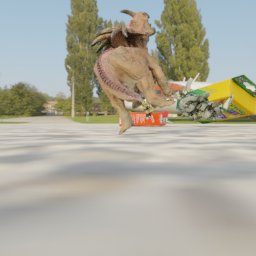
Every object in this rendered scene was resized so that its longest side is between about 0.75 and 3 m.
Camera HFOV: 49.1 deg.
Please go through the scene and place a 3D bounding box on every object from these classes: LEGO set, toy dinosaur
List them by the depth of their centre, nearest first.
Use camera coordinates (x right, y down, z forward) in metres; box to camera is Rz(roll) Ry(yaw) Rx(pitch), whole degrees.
[{"bbox_3d":[-0.038,-0.680,3.082,0.721,1.139,1.680,-26,15,24],"label":"toy dinosaur"},{"bbox_3d":[1.612,-0.506,7.940,2.592,0.734,1.683,-18,-43,30],"label":"LEGO set"}]

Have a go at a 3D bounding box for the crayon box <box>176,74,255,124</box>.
[{"bbox_3d":[3.125,-0.860,9.503,1.599,0.656,2.544,23,-23,-34],"label":"crayon box"}]

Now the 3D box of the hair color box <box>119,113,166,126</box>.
[{"bbox_3d":[0.502,-0.301,10.080,1.577,0.483,0.801,-1,-1,-8],"label":"hair color box"}]
